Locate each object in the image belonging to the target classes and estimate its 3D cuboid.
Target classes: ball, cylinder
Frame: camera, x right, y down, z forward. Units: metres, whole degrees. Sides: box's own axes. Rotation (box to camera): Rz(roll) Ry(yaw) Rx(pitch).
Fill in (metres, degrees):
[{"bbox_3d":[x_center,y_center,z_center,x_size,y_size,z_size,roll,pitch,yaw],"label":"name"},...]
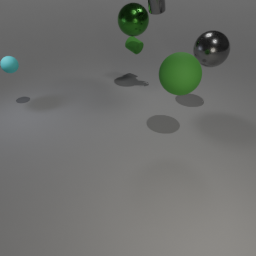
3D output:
[{"bbox_3d":[1.718,-1.779,9.224,1.400,1.400,1.400,0,31,0],"label":"ball"},{"bbox_3d":[0.330,-4.310,14.575,0.700,0.700,0.700,40,47,24],"label":"cylinder"},{"bbox_3d":[-4.957,-2.649,11.733,0.700,0.700,0.700,0,31,0],"label":"ball"},{"bbox_3d":[3.284,-3.103,11.026,1.400,1.400,1.400,0,31,0],"label":"ball"},{"bbox_3d":[1.165,-5.112,11.402,0.700,0.700,0.700,-5,49,6],"label":"cylinder"},{"bbox_3d":[0.236,-4.792,12.412,1.400,1.400,1.400,0,31,0],"label":"ball"}]
